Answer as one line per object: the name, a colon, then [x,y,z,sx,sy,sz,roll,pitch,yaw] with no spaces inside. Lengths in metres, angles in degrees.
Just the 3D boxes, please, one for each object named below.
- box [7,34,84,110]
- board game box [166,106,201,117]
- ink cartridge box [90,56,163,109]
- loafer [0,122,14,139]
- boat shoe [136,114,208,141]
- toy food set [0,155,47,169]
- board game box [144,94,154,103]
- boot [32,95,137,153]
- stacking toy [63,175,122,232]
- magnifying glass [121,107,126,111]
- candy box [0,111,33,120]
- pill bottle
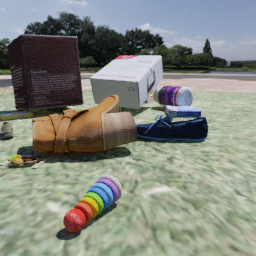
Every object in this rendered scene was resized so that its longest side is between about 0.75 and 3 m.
box: [-3.249,-2.089,10.994,2.157,2.627,2.180,-9,10,-33]
board game box: [2.053,-0.630,10.508,1.130,0.245,1.124,1,13,0]
ink cartridge box: [0.036,-2.003,11.507,2.071,1.201,2.805,8,36,24]
loafer: [-3.273,0.042,7.497,0.368,0.341,0.978,-7,15,-28]
boat shoe: [1.086,-0.075,7.291,1.921,0.659,0.808,0,13,1]
toy food set: [-2.042,0.614,5.495,0.794,0.159,0.548,3,14,11]
board game box: [0.700,-1.489,13.980,0.982,0.300,1.297,5,14,20]
boot: [-1.199,-0.156,6.933,2.229,1.062,2.882,-7,12,-12]
stacking toy: [-0.466,0.970,3.587,0.410,0.410,0.960,7,19,27]
magnifying glass: [-0.615,-1.236,12.172,1.183,0.333,2.972,-2,23,2]
candy box: [-4.017,-0.451,9.992,1.061,0.140,0.542,-12,16,-42]
pill bottle: [1.845,-1.306,11.753,0.921,0.921,1.637,-11,17,-38]
